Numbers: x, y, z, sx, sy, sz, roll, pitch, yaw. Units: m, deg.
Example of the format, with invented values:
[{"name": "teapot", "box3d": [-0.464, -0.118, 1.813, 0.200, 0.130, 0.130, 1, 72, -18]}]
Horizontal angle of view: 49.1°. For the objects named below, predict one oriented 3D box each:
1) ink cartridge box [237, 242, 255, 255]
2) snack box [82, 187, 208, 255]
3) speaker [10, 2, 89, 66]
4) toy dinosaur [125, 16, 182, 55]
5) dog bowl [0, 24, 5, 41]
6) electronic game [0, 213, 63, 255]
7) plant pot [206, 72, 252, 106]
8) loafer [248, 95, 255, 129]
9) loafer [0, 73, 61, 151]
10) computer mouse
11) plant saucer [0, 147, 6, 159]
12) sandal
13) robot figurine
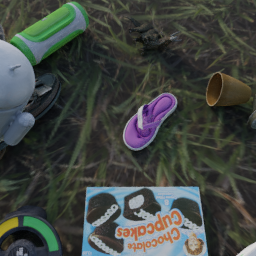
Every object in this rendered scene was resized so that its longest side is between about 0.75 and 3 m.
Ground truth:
[{"name": "ink cartridge box", "box3d": [2.206, 3.095, 4.723, 2.980, 0.750, 1.624, 0, 50, -46]}, {"name": "snack box", "box3d": [0.352, 2.146, 6.378, 2.658, 0.493, 1.544, 0, 59, 0]}, {"name": "speaker", "box3d": [-2.509, -3.097, 9.181, 1.128, 1.128, 2.550, 37, 66, 20]}, {"name": "toy dinosaur", "box3d": [0.670, -3.133, 9.518, 1.069, 0.804, 2.090, -28, 55, -31]}, {"name": "dog bowl", "box3d": [-4.993, -2.871, 9.366, 1.814, 0.532, 1.814, 0, 59, 1]}, {"name": "electronic game", "box3d": [-2.248, 2.720, 5.909, 1.759, 0.366, 1.759, -1, 73, 4]}, {"name": "plant pot", "box3d": [2.968, -1.036, 8.109, 1.046, 0.975, 0.975, 9, 59, -9]}, {"name": "loafer", "box3d": [3.835, -0.630, 8.044, 0.589, 0.636, 1.692, 30, 58, 29]}, {"name": "loafer", "box3d": [-2.925, -0.649, 7.623, 1.072, 0.938, 2.983, 17, 54, 24]}, {"name": "computer mouse", "box3d": [-2.949, 2.205, 6.424, 2.130, 0.362, 0.624, -12, 61, -6]}, {"name": "plant saucer", "box3d": [-3.888, 0.577, 7.500, 1.294, 0.191, 1.294, 0, 60, 0]}, {"name": "sandal", "box3d": [0.599, -0.320, 7.834, 0.877, 0.530, 2.156, 31, 64, 17]}, {"name": "robot figurine", "box3d": [-2.521, -0.590, 4.983, 2.039, 2.405, 1.358, 43, 38, -2]}]
